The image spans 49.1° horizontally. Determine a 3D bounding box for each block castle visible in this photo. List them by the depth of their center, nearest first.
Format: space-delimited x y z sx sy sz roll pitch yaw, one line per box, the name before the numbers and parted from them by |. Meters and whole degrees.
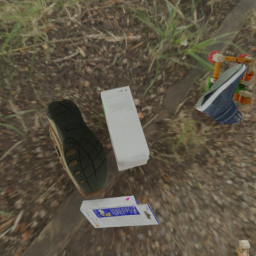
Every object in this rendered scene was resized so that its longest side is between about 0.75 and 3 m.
block castle | 2.895 -1.251 8.232 1.262 0.886 1.889 4 108 -2

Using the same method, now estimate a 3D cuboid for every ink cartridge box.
ink cartridge box | -0.190 2.061 6.837 1.809 0.857 0.335 -10 38 23

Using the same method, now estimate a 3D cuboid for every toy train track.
toy train track | 2.965 3.619 6.756 0.964 0.273 1.681 3 72 -15

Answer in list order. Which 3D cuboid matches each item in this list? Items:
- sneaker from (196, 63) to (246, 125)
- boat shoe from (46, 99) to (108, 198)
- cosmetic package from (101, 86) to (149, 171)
sneaker | 2.794 -0.823 7.481 1.180 1.634 0.621 33 32 -10
boat shoe | -1.431 0.549 7.694 1.126 1.099 2.976 -11 56 -27
cosmetic package | -0.101 0.017 7.955 0.884 1.122 2.085 -12 66 -7
